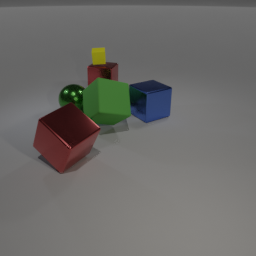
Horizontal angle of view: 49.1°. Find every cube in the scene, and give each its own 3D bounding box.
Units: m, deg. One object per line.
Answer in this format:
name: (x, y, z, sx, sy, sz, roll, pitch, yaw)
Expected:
cube: (-1.398, -2.909, 15.892, 1.400, 1.400, 1.400, 7, 26, 12)
cube: (-1.576, -3.883, 15.116, 0.700, 0.700, 0.700, -4, 33, -2)
cube: (-1.994, 0.302, 9.058, 1.400, 1.400, 1.400, 41, 45, 12)
cube: (-0.868, -1.001, 11.163, 1.400, 1.400, 1.400, 5, -18, -33)
cube: (0.989, -1.249, 12.708, 1.400, 1.400, 1.400, -16, 31, -29)

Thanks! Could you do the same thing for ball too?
ball: (-2.469, -1.309, 12.821, 1.400, 1.400, 1.400, 0, 27, 0)
